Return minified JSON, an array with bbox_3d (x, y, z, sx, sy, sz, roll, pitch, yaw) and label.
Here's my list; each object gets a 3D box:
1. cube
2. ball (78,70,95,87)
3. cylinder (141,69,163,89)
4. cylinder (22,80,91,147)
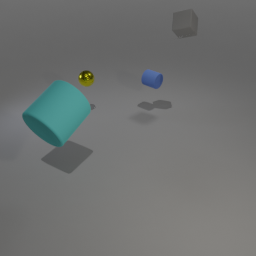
[{"bbox_3d":[2.053,-3.728,10.039,0.700,0.700,0.700,1,-9,32],"label":"cube"},{"bbox_3d":[-1.791,-2.128,12.066,0.700,0.700,0.700,0,30,0],"label":"ball"},{"bbox_3d":[1.064,-2.140,12.280,0.700,0.700,0.700,26,39,32],"label":"cylinder"},{"bbox_3d":[-2.032,-0.411,8.079,1.400,1.400,1.400,19,59,29],"label":"cylinder"}]
